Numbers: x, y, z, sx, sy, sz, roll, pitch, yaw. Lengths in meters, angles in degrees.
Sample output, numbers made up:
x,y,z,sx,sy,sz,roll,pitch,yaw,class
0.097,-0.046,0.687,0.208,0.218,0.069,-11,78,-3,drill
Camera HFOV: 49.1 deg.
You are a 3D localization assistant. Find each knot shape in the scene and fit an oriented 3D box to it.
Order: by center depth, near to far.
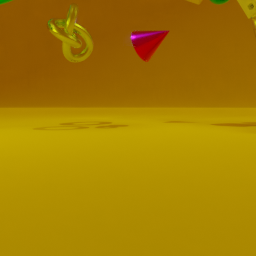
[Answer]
x,y,z,sx,sy,sz,roll,pitch,yaw,class
-1.383,-2.418,6.896,0.643,1.302,1.392,-8,-15,19,knot shape

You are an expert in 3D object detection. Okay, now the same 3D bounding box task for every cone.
x,y,z,sx,sy,sz,roll,pitch,yaw,class
0.829,-2.757,8.664,1.062,1.058,1.058,-21,-7,32,cone

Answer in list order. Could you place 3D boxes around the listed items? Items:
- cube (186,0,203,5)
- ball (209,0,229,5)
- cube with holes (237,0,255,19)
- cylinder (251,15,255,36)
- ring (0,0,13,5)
x,y,z,sx,sy,sz,roll,pitch,yaw,class
1.591,-3.844,6.852,0.962,0.962,0.962,31,-17,22,cube
2.566,-3.832,7.752,0.768,0.768,0.768,0,4,0,ball
3.469,-3.712,6.918,1.225,1.225,1.225,-26,-5,-31,cube with holes
3.283,-2.140,6.033,0.964,0.964,0.964,-18,-4,26,cylinder
-2.906,-2.848,5.985,1.289,0.258,1.289,-6,38,4,ring
